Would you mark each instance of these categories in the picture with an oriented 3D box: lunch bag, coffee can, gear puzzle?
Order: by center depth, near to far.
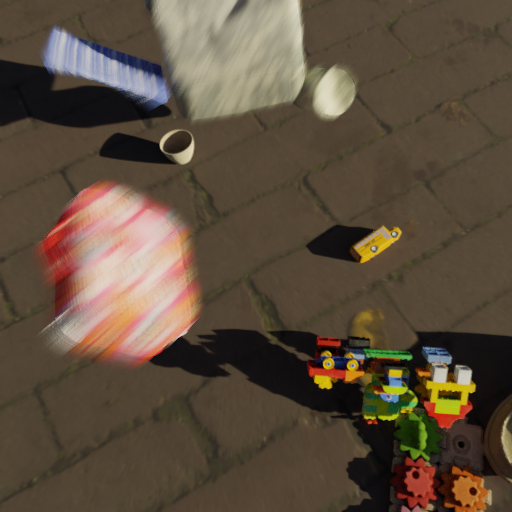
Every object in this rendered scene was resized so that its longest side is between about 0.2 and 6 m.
[{"bbox_3d":[-2.012,0.181,7.928,0.941,2.022,2.296,-38,48,31],"label":"lunch bag"},{"bbox_3d":[3.321,3.604,9.942,1.780,0.450,3.436,9,64,5],"label":"gear puzzle"},{"bbox_3d":[-0.462,-4.219,10.724,2.812,2.358,1.959,-8,62,4],"label":"lunch bag"},{"bbox_3d":[1.336,-3.434,11.624,0.894,0.894,1.222,-28,29,-13],"label":"coffee can"}]

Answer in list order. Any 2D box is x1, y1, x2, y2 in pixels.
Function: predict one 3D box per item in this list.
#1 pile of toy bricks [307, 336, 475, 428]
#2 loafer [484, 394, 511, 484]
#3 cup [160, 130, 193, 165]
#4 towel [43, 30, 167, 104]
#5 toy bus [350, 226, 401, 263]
[{"bbox_3d":[2.288,2.411,10.177,2.832,1.571,1.398,5,101,0],"label":"pile of toy bricks"},{"bbox_3d":[5.495,2.641,9.991,3.497,1.179,1.329,-38,71,-17],"label":"loafer"},{"bbox_3d":[-1.757,-2.427,12.851,0.768,0.549,0.768,-5,57,8],"label":"cup"},{"bbox_3d":[-2.753,-3.489,10.436,2.191,0.261,1.586,12,36,-23],"label":"towel"},{"bbox_3d":[2.553,-0.276,11.931,1.085,0.353,0.425,-34,67,-15],"label":"toy bus"}]
